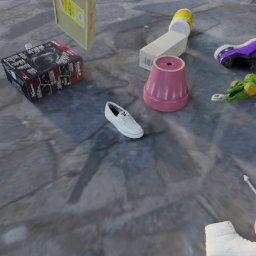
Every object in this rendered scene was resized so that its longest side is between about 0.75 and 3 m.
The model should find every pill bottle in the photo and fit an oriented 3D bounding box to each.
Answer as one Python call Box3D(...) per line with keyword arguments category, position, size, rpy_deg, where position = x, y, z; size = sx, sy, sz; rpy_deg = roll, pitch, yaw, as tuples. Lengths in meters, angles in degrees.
Box3D(category="pill bottle", position=(2.638, -5.105, 13.618), size=(0.999, 0.999, 1.829), rpy_deg=(12, 46, 12))

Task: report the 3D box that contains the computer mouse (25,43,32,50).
Box3D(category="computer mouse", position=(-4.421, -3.550, 12.621), size=(0.431, 0.172, 0.785), rpy_deg=(-18, 52, -12))

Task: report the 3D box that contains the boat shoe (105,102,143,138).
Box3D(category="boat shoe", position=(-0.175, -0.281, 8.941), size=(1.658, 0.542, 0.610), rpy_deg=(34, 53, 30))

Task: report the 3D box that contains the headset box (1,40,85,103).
Box3D(category="headset box", position=(-3.092, -2.313, 10.711), size=(2.624, 1.013, 1.953), rpy_deg=(-32, 52, -30))

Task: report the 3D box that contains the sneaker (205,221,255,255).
Box3D(category="sneaker", position=(2.441, 2.445, 6.117), size=(1.477, 0.544, 0.854), rpy_deg=(3, 47, 4))

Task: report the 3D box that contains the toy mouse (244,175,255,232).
Box3D(category="toy mouse", position=(3.901, 2.524, 5.891), size=(2.665, 0.580, 2.998), rpy_deg=(8, 48, -19))

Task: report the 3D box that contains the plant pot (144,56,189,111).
Box3D(category="plant pot", position=(1.351, -1.619, 9.690), size=(1.612, 1.443, 1.612), rpy_deg=(0, 44, 0))

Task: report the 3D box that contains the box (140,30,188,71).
Box3D(category="box", position=(1.525, -3.283, 11.879), size=(0.952, 0.792, 2.318), rpy_deg=(30, 51, 28))

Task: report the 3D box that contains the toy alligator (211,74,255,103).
Box3D(category="toy alligator", position=(4.088, -1.329, 10.021), size=(2.645, 0.636, 0.877), rpy_deg=(-26, 22, -14))

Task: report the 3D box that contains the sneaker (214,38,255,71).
Box3D(category="sneaker", position=(4.949, -2.902, 11.529), size=(2.512, 0.873, 1.249), rpy_deg=(-15, 51, -9))

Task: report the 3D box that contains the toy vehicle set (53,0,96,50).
Box3D(category="toy vehicle set", position=(-1.818, -4.033, 9.332), size=(1.682, 2.707, 0.359), rpy_deg=(42, 67, 10))
